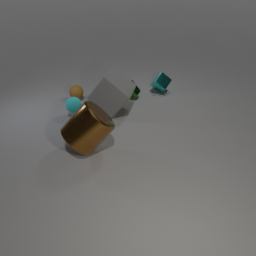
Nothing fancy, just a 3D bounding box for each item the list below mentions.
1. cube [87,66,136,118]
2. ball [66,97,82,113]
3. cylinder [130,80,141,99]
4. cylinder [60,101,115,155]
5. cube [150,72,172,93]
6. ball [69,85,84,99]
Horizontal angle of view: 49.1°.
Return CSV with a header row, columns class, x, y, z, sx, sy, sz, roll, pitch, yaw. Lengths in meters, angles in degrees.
class,x,y,z,sx,sy,sz,roll,pitch,yaw
cube,-0.693,-1.611,12.412,1.400,1.400,1.400,39,33,-10
ball,-2.372,-1.008,12.258,0.700,0.700,0.700,0,31,0
cylinder,0.157,-1.929,14.038,0.700,0.700,0.700,-36,21,16
cylinder,-1.413,-0.002,9.905,1.400,1.400,1.400,41,14,-12
cube,1.712,-2.364,14.556,0.700,0.700,0.700,37,75,-9
ball,-2.561,-1.784,13.903,0.700,0.700,0.700,0,31,0
